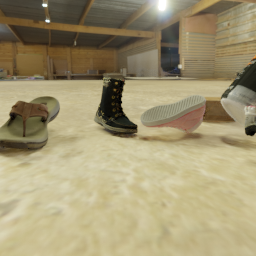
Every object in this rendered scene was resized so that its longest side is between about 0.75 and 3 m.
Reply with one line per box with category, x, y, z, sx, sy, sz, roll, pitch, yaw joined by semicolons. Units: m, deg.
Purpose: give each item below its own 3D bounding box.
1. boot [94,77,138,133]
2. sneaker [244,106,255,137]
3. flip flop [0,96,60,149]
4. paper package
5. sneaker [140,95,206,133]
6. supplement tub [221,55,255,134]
boot;-0.261;-0.569;6.812;0.583;1.220;1.615;4;12;-37
sneaker;2.398;0.043;4.341;0.478;0.567;1.297;3;12;-46
flip flop;-2.089;-0.299;6.052;1.065;0.756;2.625;6;26;0
paper package;2.653;-0.612;8.696;1.175;0.638;1.233;1;12;2
sneaker;1.078;-0.148;6.479;1.597;0.835;0.601;-19;38;-14
supplement tub;3.322;-1.094;6.032;1.487;2.427;1.487;41;2;-2
